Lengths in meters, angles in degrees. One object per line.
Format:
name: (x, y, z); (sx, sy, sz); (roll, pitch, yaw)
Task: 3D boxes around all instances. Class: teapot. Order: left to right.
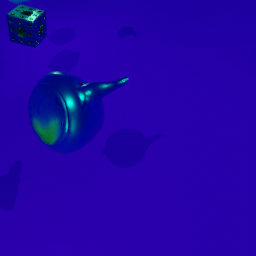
teapot: (-0.810, -0.269, 4.154); (0.937, 1.914, 1.190); (-17, 81, -50)

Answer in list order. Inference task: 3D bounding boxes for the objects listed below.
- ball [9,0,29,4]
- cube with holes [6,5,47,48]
ball: (-3.160, -4.063, 7.986); (0.956, 0.956, 0.956); (0, 54, 0)
cube with holes: (-2.759, -2.806, 7.720); (0.751, 0.751, 0.751); (15, 45, 2)
